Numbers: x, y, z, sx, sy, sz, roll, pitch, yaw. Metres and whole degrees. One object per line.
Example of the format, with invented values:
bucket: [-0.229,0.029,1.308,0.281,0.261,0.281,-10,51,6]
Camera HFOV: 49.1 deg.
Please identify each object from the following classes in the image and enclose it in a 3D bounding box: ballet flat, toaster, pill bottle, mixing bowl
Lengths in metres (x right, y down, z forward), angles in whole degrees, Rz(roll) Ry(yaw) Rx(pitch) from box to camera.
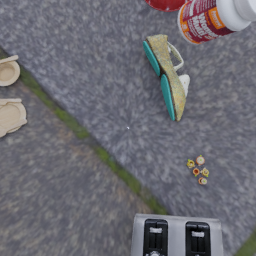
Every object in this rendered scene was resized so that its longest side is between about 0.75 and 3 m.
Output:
ballet flat: [1.298,-1.605,8.358,1.010,1.010,2.857,-17,72,-5]
toaster: [1.137,2.759,6.629,1.938,2.143,1.272,2,71,9]
pill bottle: [1.845,-2.289,5.483,0.929,1.696,0.929,-1,91,-30]
mixing bowl: [1.373,-4.979,9.329,1.846,1.000,1.846,0,73,1]

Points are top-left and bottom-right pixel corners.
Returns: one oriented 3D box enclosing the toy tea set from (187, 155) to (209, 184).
toy tea set: [2.037,1.176,7.892,0.481,0.299,0.808,-26,75,-7]

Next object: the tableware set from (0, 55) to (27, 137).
tableware set: [-4.345,-0.970,8.504,2.341,0.325,2.802,-12,74,-4]
